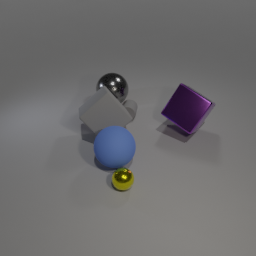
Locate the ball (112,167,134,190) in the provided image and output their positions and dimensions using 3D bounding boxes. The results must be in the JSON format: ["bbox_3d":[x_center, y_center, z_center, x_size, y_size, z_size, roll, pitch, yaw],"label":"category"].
[{"bbox_3d":[-0.154,1.576,8.689,0.700,0.700,0.700,0,32,0],"label":"ball"}]

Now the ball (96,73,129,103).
[{"bbox_3d":[-0.675,-1.667,12.052,1.400,1.400,1.400,0,32,0],"label":"ball"}]

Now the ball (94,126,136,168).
[{"bbox_3d":[-0.441,0.626,9.325,1.400,1.400,1.400,0,32,0],"label":"ball"}]

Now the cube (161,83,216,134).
[{"bbox_3d":[2.382,-0.754,10.967,1.400,1.400,1.400,37,16,17],"label":"cube"}]

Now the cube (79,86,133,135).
[{"bbox_3d":[-0.890,-0.544,10.671,1.400,1.400,1.400,-42,21,4],"label":"cube"}]

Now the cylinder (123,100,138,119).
[{"bbox_3d":[0.037,-0.806,12.470,0.700,0.700,0.700,5,34,8],"label":"cylinder"}]
